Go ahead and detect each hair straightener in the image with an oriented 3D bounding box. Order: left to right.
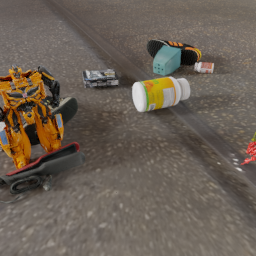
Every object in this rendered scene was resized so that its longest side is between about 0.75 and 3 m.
[{"bbox_3d":[-2.486,1.266,7.666,2.841,0.581,1.093,-18,40,-23],"label":"hair straightener"}]

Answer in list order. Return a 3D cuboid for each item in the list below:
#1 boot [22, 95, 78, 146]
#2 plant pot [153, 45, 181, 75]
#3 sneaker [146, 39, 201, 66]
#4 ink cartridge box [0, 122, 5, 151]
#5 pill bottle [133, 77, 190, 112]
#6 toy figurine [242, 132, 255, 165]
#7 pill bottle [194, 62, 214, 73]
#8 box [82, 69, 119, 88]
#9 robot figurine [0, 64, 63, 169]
[{"bbox_3d":[-3.277,-0.437,9.776,1.995,0.954,2.642,16,39,27],"label":"boot"},{"bbox_3d":[1.808,-3.163,13.482,0.955,0.955,1.351,22,50,27],"label":"plant pot"},{"bbox_3d":[2.404,-3.993,14.632,2.890,1.011,1.300,21,32,21],"label":"sneaker"},{"bbox_3d":[-4.681,0.209,9.283,1.533,0.384,1.244,3,36,5],"label":"ink cartridge box"},{"bbox_3d":[1.291,-1.343,10.758,2.028,1.126,1.126,-12,38,-17],"label":"pill bottle"},{"bbox_3d":[4.552,0.686,8.525,1.297,1.142,2.166,41,49,5],"label":"toy figurine"},{"bbox_3d":[3.648,-2.908,13.450,0.858,0.481,0.481,9,37,12],"label":"pill bottle"},{"bbox_3d":[-1.240,-2.218,12.491,1.522,0.379,1.201,-5,32,-10],"label":"box"},{"bbox_3d":[-2.749,-0.293,7.781,2.138,2.949,0.858,-20,38,-25],"label":"robot figurine"}]
